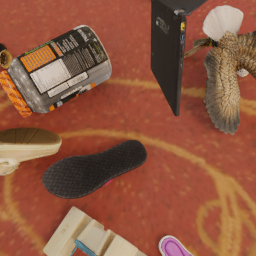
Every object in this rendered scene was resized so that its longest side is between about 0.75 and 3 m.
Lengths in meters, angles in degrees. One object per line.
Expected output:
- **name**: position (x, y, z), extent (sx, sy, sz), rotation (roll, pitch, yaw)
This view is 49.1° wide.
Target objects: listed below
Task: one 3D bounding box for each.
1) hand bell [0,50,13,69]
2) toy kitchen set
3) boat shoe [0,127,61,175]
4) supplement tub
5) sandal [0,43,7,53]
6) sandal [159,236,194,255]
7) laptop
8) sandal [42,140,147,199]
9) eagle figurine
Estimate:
- **hand bell**: position (-4.152, -2.139, 8.580), extent (1.084, 0.564, 0.564), rotation (9, 66, 18)
- **toy kitchen set**: position (-0.562, 2.926, 6.243), extent (1.981, 1.587, 1.167), rotation (13, 61, 46)
- **boat shoe**: position (-3.142, 0.641, 7.073), extent (2.940, 0.955, 1.061), rotation (-5, 23, -7)
- **supplement tub**: position (-1.938, -1.485, 7.577), extent (2.682, 1.643, 1.643), rotation (-31, 70, -12)
- **sandal**: position (-4.484, -2.676, 8.792), extent (1.551, 0.350, 0.583), rotation (32, 70, 13)
- **sandal**: position (1.385, 3.117, 6.239), extent (1.683, 0.414, 0.685), rotation (35, 71, 14)
- **laptop**: position (1.454, -2.113, 5.571), extent (1.630, 2.812, 2.633), rotation (-4, 31, -4)
- **sandal**: position (-0.768, 1.074, 7.118), extent (2.729, 0.615, 1.025), rotation (-17, 72, -23)
- **eagle figurine**: position (3.010, -1.619, 7.567), extent (2.196, 2.207, 2.909), rotation (-3, 60, -23)
